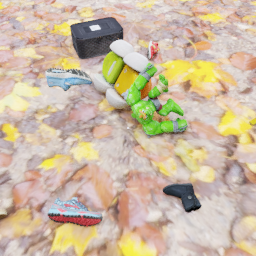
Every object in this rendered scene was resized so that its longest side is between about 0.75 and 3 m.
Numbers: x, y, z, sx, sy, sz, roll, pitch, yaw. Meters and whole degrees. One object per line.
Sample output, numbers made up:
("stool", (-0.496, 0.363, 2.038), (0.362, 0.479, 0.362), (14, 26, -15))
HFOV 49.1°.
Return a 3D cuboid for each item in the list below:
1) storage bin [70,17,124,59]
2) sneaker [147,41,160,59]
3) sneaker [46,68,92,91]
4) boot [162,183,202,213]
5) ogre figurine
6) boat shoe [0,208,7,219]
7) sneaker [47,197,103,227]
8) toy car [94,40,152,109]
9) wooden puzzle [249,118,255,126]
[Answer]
("storage bin", (-1.709, -5.045, 15.591), (2.669, 1.251, 1.804), (-16, 50, -15))
("sneaker", (1.418, -4.312, 15.388), (0.647, 0.587, 1.524), (10, 49, 3))
("sneaker", (-2.054, -1.654, 9.787), (1.619, 0.728, 0.635), (1, 33, -22))
("boot", (1.815, 2.352, 9.404), (1.136, 0.434, 0.954), (-3, 44, -11))
("ogre figurine", (1.035, -0.876, 11.309), (1.797, 2.998, 1.471), (-33, 30, -5))
("boat shoe", (-4.755, 2.631, 8.974), (1.755, 0.625, 0.566), (-2, 60, 0))
("sneaker", (-1.647, 2.598, 9.017), (1.777, 0.705, 0.849), (7, 46, 6))
("toy car", (-0.006, -2.340, 12.712), (2.137, 2.494, 2.850), (6, 34, -44))
("wooden puzzle", (6.030, -0.030, 11.766), (1.078, 0.187, 1.598), (-37, 57, -23))
